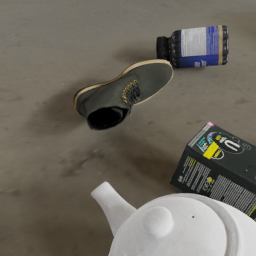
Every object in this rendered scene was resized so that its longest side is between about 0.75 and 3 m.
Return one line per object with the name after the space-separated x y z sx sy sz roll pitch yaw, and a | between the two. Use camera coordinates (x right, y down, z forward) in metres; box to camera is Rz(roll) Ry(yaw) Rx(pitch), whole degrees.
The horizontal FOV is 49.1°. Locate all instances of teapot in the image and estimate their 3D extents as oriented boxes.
0.674 1.647 3.224 2.457 1.794 2.425 -16 27 16 | teapot

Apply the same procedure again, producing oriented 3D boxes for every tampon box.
1.805 0.813 5.155 1.549 0.978 1.161 30 37 21 | tampon box

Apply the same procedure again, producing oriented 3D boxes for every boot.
0.119 -0.752 6.779 2.767 1.072 1.914 -27 24 -6 | boot

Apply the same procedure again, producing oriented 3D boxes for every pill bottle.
2.090 -2.615 9.185 2.224 1.244 1.244 -1 39 16 | pill bottle
